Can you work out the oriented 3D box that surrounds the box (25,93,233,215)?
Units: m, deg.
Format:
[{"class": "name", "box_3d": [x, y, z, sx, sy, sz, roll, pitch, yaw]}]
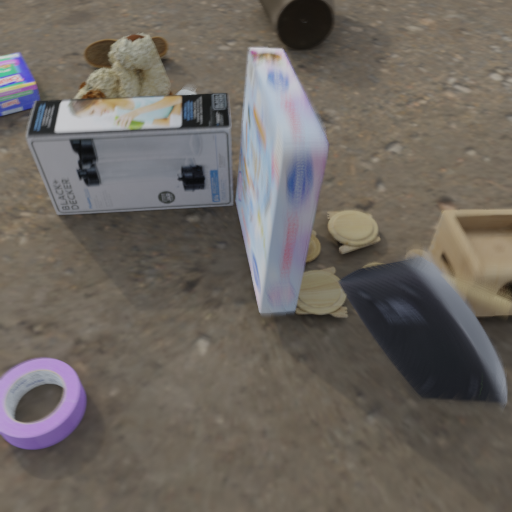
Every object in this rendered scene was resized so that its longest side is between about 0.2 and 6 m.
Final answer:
[{"class": "box", "box_3d": [-2.144, -1.816, 10.244, 3.406, 1.986, 1.024, -2, 53, -4]}]

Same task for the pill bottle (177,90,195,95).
[{"class": "pill bottle", "box_3d": [-1.418, -3.303, 12.237, 0.498, 0.873, 0.498, 0, 89, 13]}]

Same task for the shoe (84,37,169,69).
[{"class": "shoe", "box_3d": [-3.246, -5.080, 14.148, 2.116, 0.740, 0.565, -7, 5, -3]}]

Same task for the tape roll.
[{"class": "tape roll", "box_3d": [-3.044, 2.053, 7.840, 1.204, 0.395, 1.204, 0, 49, 0]}]

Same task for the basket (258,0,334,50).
[{"class": "basket", "box_3d": [1.113, -6.932, 14.881, 2.433, 1.835, 2.698, -28, 50, 25]}]

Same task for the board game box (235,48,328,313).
[{"class": "board game box", "box_3d": [0.247, -1.214, 8.797, 0.620, 3.004, 3.012, -1, 42, -10]}]

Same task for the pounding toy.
[{"class": "pounding toy", "box_3d": [3.364, 0.356, 8.704, 2.417, 1.106, 2.123, -2, 42, -6]}]

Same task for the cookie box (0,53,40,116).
[{"class": "cookie box", "box_3d": [-5.942, -3.965, 13.047, 1.397, 0.614, 1.633, -22, 52, -20]}]

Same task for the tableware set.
[{"class": "tableware set", "box_3d": [1.392, 0.092, 9.676, 1.999, 0.278, 2.393, -10, 48, -9]}]

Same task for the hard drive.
[{"class": "hard drive", "box_3d": [2.147, 0.953, 7.113, 0.456, 1.452, 2.153, -46, 107, -32]}]

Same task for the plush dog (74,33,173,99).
[{"class": "plush dog", "box_3d": [-2.980, -3.558, 12.261, 2.102, 1.964, 2.448, -28, 24, -6]}]
